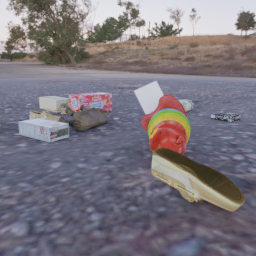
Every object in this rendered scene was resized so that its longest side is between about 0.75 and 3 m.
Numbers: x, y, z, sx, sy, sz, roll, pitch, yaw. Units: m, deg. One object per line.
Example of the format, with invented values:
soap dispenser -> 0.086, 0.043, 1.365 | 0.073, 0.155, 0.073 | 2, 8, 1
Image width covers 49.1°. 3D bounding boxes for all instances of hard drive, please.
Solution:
hard drive -> 0.902, -0.861, 9.741 | 0.889, 1.348, 0.180 | -26, -2, -14

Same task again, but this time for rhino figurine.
rhino figurine -> -1.539, -0.461, 11.489 | 1.159, 0.792, 2.650 | 21, 19, 22

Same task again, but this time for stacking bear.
stacking bear -> 1.146, 0.137, 8.047 | 1.352, 1.443, 2.377 | 39, 20, -7

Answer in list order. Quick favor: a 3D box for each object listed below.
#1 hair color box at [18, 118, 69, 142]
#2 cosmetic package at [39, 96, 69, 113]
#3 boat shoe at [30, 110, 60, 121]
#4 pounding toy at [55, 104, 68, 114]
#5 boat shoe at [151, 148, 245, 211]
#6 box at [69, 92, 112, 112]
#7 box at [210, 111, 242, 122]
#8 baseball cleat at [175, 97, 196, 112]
hair color box -> -2.996, 0.049, 9.930 | 1.735, 0.526, 0.859 | 9, 16, 35
cosmetic package -> -4.018, -1.338, 15.473 | 0.977, 0.690, 1.888 | -12, 17, -42
boat shoe -> -3.694, -0.524, 12.436 | 1.506, 0.489, 0.543 | 4, 14, 16
pounding toy -> -3.207, -0.990, 14.337 | 0.524, 0.526, 0.917 | 5, 14, 39
boat shoe -> 1.261, 1.054, 5.421 | 1.926, 0.639, 0.713 | 30, 29, 36
box -> -1.918, -1.277, 14.509 | 2.088, 0.997, 1.041 | -12, 18, -41
box -> 4.526, -0.535, 12.952 | 0.868, 0.274, 1.101 | -11, 17, -38
baseball cleat -> 2.583, -1.339, 15.566 | 1.291, 0.846, 2.426 | -5, 23, -45
